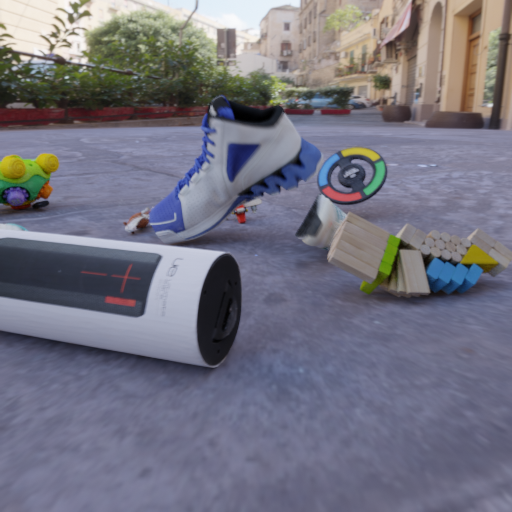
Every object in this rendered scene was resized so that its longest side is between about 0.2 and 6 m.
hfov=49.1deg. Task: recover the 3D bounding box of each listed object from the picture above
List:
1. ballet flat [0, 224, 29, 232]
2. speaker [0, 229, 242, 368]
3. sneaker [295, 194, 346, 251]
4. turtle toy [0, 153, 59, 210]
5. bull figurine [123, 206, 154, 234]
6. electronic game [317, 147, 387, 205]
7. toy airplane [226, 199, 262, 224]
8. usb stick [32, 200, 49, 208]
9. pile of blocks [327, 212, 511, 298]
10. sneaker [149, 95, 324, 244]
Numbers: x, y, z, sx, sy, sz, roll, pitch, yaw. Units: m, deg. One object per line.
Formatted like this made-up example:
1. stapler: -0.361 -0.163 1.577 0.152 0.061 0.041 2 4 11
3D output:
1. ballet flat: -4.079 -0.117 8.770 1.866 0.670 0.670 3 13 45
2. speaker: -1.671 0.407 6.092 2.961 1.202 1.202 6 17 20
3. sneaker: 1.301 -0.441 9.223 1.030 0.776 2.204 30 9 4
4. turtle toy: -5.859 -1.671 13.099 1.799 1.247 2.468 5 17 32
5. bull figurine: -2.318 -0.728 11.296 0.596 0.320 0.981 -31 9 5
6. electronic game: 2.139 -1.810 12.576 1.580 0.329 1.580 -10 57 16
7. toy airplane: -0.389 -1.055 12.261 0.801 0.565 0.798 22 57 24
8. usb stick: -5.141 -1.224 13.350 0.222 0.130 0.799 -38 23 -30
9. pile of blocks: 2.215 0.196 7.872 2.763 1.134 0.859 5 -29 -12
10. sneaker: -0.652 -1.737 9.943 3.266 1.886 1.319 -26 31 12
